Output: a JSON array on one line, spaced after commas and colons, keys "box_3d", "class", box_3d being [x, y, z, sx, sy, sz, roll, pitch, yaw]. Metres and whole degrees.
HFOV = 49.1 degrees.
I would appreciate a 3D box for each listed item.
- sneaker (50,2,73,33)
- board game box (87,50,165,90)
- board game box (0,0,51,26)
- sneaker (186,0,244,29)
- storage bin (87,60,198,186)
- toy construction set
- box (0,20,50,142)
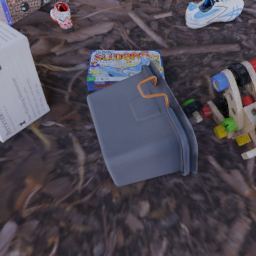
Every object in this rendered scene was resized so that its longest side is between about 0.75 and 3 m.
[{"box_3d": [-2.433, -4.180, 10.060, 0.533, 0.855, 1.595, -22, 53, -18], "class": "sneaker"}, {"box_3d": [-0.065, -1.735, 8.305, 2.177, 0.375, 1.474, -1, 50, -1], "class": "board game box"}, {"box_3d": [-4.187, -5.195, 10.267, 1.119, 1.843, 2.311, 25, 55, 20], "class": "board game box"}, {"box_3d": [3.252, -4.365, 10.179, 2.618, 0.949, 0.941, -24, 53, -21], "class": "sneaker"}, {"box_3d": [0.175, -0.079, 6.123, 1.738, 1.884, 2.588, -20, 52, -3], "class": "storage bin"}, {"box_3d": [2.865, -0.226, 6.316, 2.676, 2.232, 2.056, -19, 70, -26], "class": "toy construction set"}, {"box_3d": [-3.346, -1.304, 6.685, 2.286, 2.274, 1.494, 35, 59, 25], "class": "box"}]
